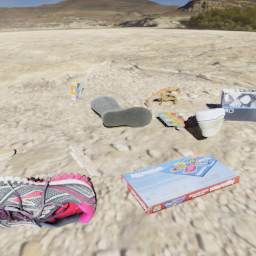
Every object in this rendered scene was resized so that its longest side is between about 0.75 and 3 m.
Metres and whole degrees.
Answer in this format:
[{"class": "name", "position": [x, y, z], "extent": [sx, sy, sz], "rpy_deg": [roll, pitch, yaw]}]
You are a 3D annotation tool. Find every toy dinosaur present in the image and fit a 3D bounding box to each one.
[{"class": "toy dinosaur", "position": [1.882, -1.740, 13.784], "extent": [1.467, 0.834, 2.762], "rpy_deg": [16, 29, 34]}]

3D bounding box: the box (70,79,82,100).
[{"class": "box", "position": [-2.606, -1.993, 14.355], "extent": [0.274, 0.785, 1.319], "rpy_deg": [5, 26, 9]}]

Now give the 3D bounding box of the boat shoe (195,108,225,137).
[{"class": "boat shoe", "position": [2.994, -0.248, 10.390], "extent": [1.044, 0.899, 2.900], "rpy_deg": [-3, 4, 25]}]

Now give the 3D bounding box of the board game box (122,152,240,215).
[{"class": "board game box", "position": [1.428, 1.390, 7.643], "extent": [2.874, 0.279, 1.479], "rpy_deg": [-12, 29, -23]}]

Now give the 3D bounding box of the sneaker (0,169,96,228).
[{"class": "sneaker", "position": [-2.126, 1.669, 6.022], "extent": [2.869, 1.156, 1.071], "rpy_deg": [-7, 28, -16]}]

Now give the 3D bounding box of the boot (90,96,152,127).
[{"class": "boot", "position": [-0.366, -0.745, 11.755], "extent": [2.213, 0.883, 2.434], "rpy_deg": [2, 13, -16]}]

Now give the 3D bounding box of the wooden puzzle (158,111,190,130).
[{"class": "wooden puzzle", "position": [1.818, -0.345, 11.182], "extent": [0.997, 0.118, 1.680], "rpy_deg": [4, 25, -23]}]

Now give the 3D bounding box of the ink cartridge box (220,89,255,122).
[{"class": "ink cartridge box", "position": [5.109, -0.916, 11.416], "extent": [2.582, 1.284, 0.506], "rpy_deg": [0, 26, 5]}]

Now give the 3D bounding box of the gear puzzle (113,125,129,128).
[{"class": "gear puzzle", "position": [-0.256, -0.156, 11.184], "extent": [0.857, 0.112, 0.444], "rpy_deg": [-17, 30, -33]}]

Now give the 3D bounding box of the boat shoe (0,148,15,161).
[{"class": "boat shoe", "position": [-4.256, 0.791, 8.757], "extent": [1.320, 0.429, 0.476], "rpy_deg": [-11, 27, -23]}]

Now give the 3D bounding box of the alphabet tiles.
[{"class": "alphabet tiles", "position": [-1.197, 0.928, 7.728], "extent": [1.064, 0.079, 1.088], "rpy_deg": [49, 3, 18]}]
